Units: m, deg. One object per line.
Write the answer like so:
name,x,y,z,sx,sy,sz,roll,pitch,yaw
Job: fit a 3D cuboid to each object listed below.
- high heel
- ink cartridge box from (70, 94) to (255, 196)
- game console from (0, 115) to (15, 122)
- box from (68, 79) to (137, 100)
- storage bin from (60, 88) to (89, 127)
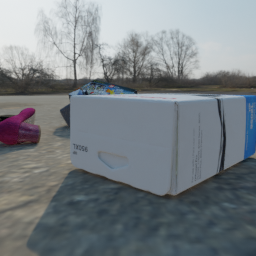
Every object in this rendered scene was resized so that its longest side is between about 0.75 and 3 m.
high heel,-3.029,-0.163,7.398,1.141,0.800,2.374,8,7,-27
ink cartridge box,0.740,0.012,4.941,2.095,1.220,2.898,7,11,41
game console,-5.034,-0.330,10.812,1.118,0.228,1.895,4,10,29
box,-1.227,-1.540,13.766,2.843,0.536,1.941,19,41,33
storage bin,-1.719,-0.685,9.704,1.120,1.213,1.667,-29,10,-5
